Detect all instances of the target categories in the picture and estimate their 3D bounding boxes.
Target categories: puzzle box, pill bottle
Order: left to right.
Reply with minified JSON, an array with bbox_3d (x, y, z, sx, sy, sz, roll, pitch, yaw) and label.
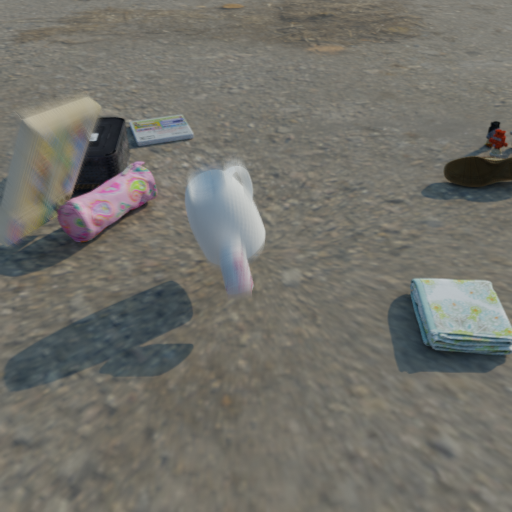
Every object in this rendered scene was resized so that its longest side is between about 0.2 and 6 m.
[{"bbox_3d":[-3.304,-1.325,8.834,0.291,2.286,1.521,35,35,3],"label":"puzzle box"},{"bbox_3d":[-0.303,0.169,7.895,0.385,0.385,0.679,-12,77,-15],"label":"pill bottle"}]

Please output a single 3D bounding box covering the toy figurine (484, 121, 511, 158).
[{"bbox_3d":[5.598,-2.541,12.411,0.942,0.655,0.927,3,31,6],"label":"toy figurine"}]

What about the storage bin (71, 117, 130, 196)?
[{"bbox_3d":[-3.371,-2.097,11.579,1.266,0.878,1.873,-2,36,-3],"label":"storage bin"}]

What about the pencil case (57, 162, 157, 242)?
[{"bbox_3d":[-2.651,-1.010,10.161,0.839,0.839,1.919,21,43,26],"label":"pencil case"}]

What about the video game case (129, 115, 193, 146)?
[{"bbox_3d":[-2.277,-3.012,13.402,1.326,0.146,1.207,-12,39,-15],"label":"video game case"}]

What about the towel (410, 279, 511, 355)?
[{"bbox_3d":[2.945,0.840,8.112,1.216,0.342,1.420,4,37,0],"label":"towel"}]

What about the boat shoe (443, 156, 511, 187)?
[{"bbox_3d":[4.685,-1.748,11.463,1.726,0.623,0.621,-5,6,6],"label":"boat shoe"}]

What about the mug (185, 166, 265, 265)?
[{"bbox_3d":[-0.448,-0.758,8.498,1.019,1.210,1.381,7,50,32],"label":"mug"}]
